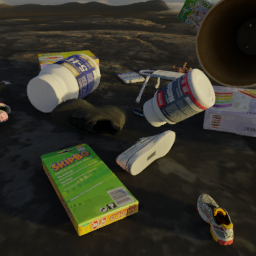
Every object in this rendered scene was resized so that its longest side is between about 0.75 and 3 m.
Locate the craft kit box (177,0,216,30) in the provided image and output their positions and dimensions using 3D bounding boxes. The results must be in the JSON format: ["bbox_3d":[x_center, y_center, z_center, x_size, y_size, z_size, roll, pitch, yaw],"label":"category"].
[{"bbox_3d":[1.883,-3.146,7.563,0.859,0.849,0.208,33,52,5],"label":"craft kit box"}]

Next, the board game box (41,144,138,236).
[{"bbox_3d":[-1.066,1.249,6.691,1.350,0.424,2.827,-14,33,-27],"label":"board game box"}]

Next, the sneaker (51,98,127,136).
[{"bbox_3d":[-1.353,-0.294,9.124,2.560,0.972,1.162,3,32,9],"label":"sneaker"}]

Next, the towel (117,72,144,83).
[{"bbox_3d":[0.118,-2.587,14.345,1.052,0.171,1.433,-10,27,-15],"label":"towel"}]

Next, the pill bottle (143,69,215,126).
[{"bbox_3d":[1.043,-0.573,6.022,1.409,0.843,0.843,-28,7,39],"label":"pill bottle"}]

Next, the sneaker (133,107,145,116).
[{"bbox_3d":[0.765,-0.763,10.426,1.247,0.517,0.442,-10,27,-19],"label":"sneaker"}]

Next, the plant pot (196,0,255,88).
[{"bbox_3d":[3.294,-2.439,7.670,2.225,2.225,2.388,15,26,26],"label":"plant pot"}]

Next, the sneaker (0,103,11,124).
[{"bbox_3d":[-4.519,-0.276,9.143,0.974,0.833,2.374,-7,29,-7],"label":"sneaker"}]

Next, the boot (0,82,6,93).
[{"bbox_3d":[-5.468,-1.337,11.580,0.824,0.635,1.699,20,41,14],"label":"boot"}]

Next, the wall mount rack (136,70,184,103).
[{"bbox_3d":[1.629,-1.724,11.864,2.811,1.048,2.443,13,26,23],"label":"wall mount rack"}]

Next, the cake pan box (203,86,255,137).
[{"bbox_3d":[4.291,-0.623,9.912,2.991,0.782,2.755,9,31,18],"label":"cake pan box"}]

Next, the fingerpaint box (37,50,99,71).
[{"bbox_3d":[-3.143,-3.223,14.603,2.821,1.035,2.354,-10,28,-18],"label":"fingerpaint box"}]

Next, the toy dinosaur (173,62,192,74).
[{"bbox_3d":[2.860,-2.983,14.701,1.320,0.566,0.895,-11,34,-8],"label":"toy dinosaur"}]

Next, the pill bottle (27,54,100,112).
[{"bbox_3d":[-2.484,-1.768,11.042,1.755,1.755,2.932,10,30,18],"label":"pill bottle"}]

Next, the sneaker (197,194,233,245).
[{"bbox_3d":[1.786,1.725,5.647,0.468,0.494,1.202,-6,27,-11],"label":"sneaker"}]

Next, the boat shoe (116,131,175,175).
[{"bbox_3d":[0.524,0.566,7.722,0.666,0.730,2.028,27,46,34],"label":"boat shoe"}]

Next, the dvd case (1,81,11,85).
[{"bbox_3d":[-6.154,-2.113,13.534,0.571,0.061,0.768,16,31,28],"label":"dvd case"}]
